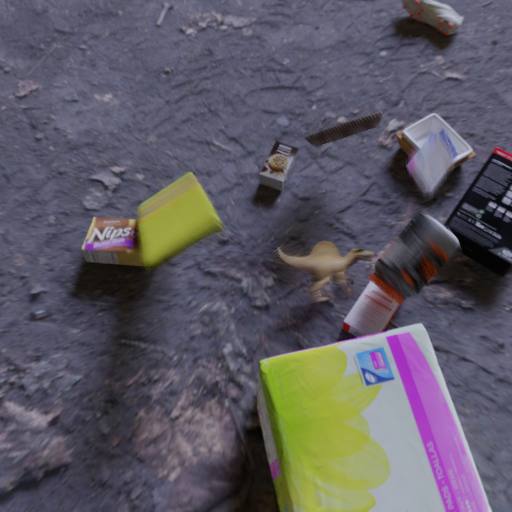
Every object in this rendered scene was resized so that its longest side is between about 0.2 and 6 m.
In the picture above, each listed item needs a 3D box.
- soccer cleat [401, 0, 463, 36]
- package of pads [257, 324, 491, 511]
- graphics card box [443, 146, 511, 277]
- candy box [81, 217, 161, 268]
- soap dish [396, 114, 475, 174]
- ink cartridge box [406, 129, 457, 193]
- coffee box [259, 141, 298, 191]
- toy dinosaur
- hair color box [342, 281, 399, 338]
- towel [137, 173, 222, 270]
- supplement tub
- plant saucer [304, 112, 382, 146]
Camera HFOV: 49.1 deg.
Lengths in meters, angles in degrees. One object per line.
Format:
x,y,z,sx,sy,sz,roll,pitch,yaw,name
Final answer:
4.547,-6.349,14.557,1.711,0.593,0.664,37,64,10,soccer cleat
1.787,3.398,9.106,3.133,1.383,4.055,-12,64,-6,package of pads
5.107,-0.969,11.752,1.580,0.640,2.518,33,66,15,graphics card box
-2.638,-0.289,11.416,1.573,0.444,0.918,5,51,3,candy box
3.976,-2.414,12.523,1.113,0.575,1.415,-31,67,-15,soap dish
3.127,-1.691,9.915,1.039,0.218,0.620,-49,113,-19,ink cartridge box
0.502,-1.996,12.412,0.556,0.392,0.983,19,65,10,coffee box
1.239,0.286,10.823,2.239,0.652,1.132,-2,89,-29,toy dinosaur
2.302,1.037,10.865,0.712,0.410,1.283,31,68,18,hair color box
-1.516,-0.711,10.359,1.440,0.302,3.347,-34,25,0,towel
2.873,0.075,10.345,0.960,0.960,1.567,41,96,18,supplement tub
1.789,-2.540,11.376,1.628,1.628,0.261,-19,99,-9,plant saucer
